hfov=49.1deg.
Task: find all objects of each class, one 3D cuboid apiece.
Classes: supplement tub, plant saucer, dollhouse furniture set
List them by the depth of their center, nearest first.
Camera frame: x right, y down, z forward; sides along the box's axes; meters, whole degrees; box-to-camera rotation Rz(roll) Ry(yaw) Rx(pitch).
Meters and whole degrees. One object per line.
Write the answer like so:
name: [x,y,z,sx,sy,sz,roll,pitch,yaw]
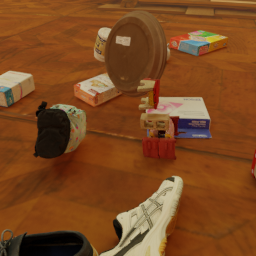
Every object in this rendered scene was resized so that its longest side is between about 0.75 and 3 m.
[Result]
dollhouse furniture set: [0.861,-0.355,7.306,0.896,2.204,1.186,3,38,13]
plant saucer: [0.092,-2.409,9.222,0.412,2.794,2.794,-8,31,-42]
supplement tub: [-0.887,-3.254,11.015,0.802,1.110,0.802,12,47,-13]

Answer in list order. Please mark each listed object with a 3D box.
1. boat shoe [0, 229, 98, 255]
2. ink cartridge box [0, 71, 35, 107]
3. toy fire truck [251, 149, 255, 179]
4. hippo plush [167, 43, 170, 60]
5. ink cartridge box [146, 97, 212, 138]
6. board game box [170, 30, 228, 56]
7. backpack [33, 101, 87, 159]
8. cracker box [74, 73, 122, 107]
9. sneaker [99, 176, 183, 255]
boat shoe: [-1.873,2.213,4.682,2.726,0.849,1.017,-4,36,-4]
ink cartridge box: [-4.431,-1.484,10.400,1.145,0.671,1.585,13,37,18]
toy fire truck: [3.908,0.652,6.920,1.628,1.190,1.849,5,23,9]
hippo plush: [1.326,-3.695,13.635,1.275,1.264,1.586,16,38,-34]
ink cartridge box: [1.569,-0.405,9.019,1.954,0.431,1.990,1,32,1]
board game box: [3.900,-4.723,15.427,2.579,0.520,1.973,-25,41,-32]
backpack: [-1.686,0.010,7.208,1.044,1.376,1.649,14,13,3]
cracker box: [-1.023,-1.491,10.547,1.133,0.488,1.691,30,44,32]
sneaker: [0.318,1.726,5.306,1.117,0.964,2.548,13,35,19]
